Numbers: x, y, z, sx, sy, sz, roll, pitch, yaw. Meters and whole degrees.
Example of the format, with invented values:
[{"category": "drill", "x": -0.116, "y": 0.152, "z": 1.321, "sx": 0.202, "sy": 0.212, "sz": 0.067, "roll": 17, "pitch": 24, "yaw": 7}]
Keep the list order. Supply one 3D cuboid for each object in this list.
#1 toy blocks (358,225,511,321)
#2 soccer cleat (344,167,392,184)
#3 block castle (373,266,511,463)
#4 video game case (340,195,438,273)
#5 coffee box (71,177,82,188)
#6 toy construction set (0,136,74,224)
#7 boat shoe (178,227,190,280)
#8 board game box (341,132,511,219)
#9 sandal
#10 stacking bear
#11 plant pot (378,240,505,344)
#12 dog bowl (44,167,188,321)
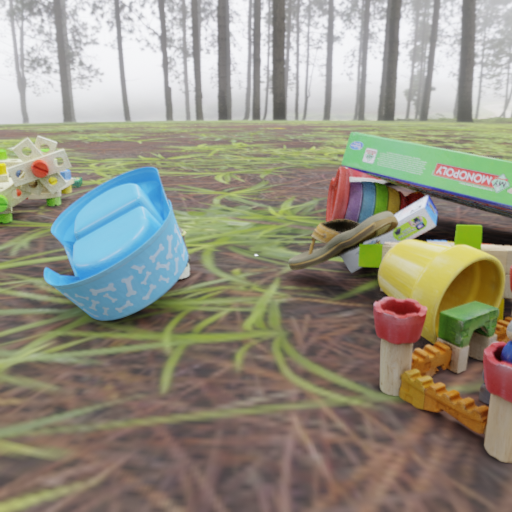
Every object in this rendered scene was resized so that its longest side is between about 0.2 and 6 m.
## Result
[{"category": "toy blocks", "x": 2.432, "y": 0.130, "z": 7.064, "sx": 2.161, "sy": 1.080, "sz": 1.477, "roll": 3, "pitch": 5, "yaw": 14}, {"category": "soccer cleat", "x": 3.676, "y": -2.502, "z": 15.394, "sx": 2.925, "sy": 1.071, "sz": 0.998, "roll": -8, "pitch": 19, "yaw": -26}, {"category": "block castle", "x": 2.316, "y": 0.650, "z": 4.823, "sx": 2.338, "sy": 1.097, "sz": 1.562, "roll": -10, "pitch": 20, "yaw": -31}, {"category": "video game case", "x": 1.979, "y": -0.341, "z": 8.185, "sx": 1.318, "sy": 0.330, "sz": 1.454, "roll": -31, "pitch": 1, "yaw": 23}, {"category": "coffee box", "x": -5.027, "y": -1.993, "z": 15.261, "sx": 0.502, "sy": 0.180, "sz": 0.817, "roll": -4, "pitch": 17, "yaw": -11}, {"category": "toy construction set", "x": -4.846, "y": -1.511, "z": 11.584, "sx": 2.269, "sy": 1.594, "sz": 3.460, "roll": -6, "pitch": 7, "yaw": -21}, {"category": "boat shoe", "x": -1.530, "y": -0.279, "z": 8.610, "sx": 0.838, "sy": 0.700, "sz": 2.344, "roll": -6, "pitch": 18, "yaw": -20}, {"category": "board game box", "x": 3.994, "y": -1.023, "z": 9.048, "sx": 2.993, "sy": 0.647, "sz": 4.448, "roll": 8, "pitch": 12, "yaw": -43}, {"category": "sandal", "x": 1.057, "y": -0.271, "z": 7.230, "sx": 0.739, "sy": 0.497, "sz": 1.841, "roll": -19, "pitch": -7, "yaw": -34}, {"category": "stacking bear", "x": 2.251, "y": -0.829, "z": 9.958, "sx": 1.858, "sy": 1.056, "sz": 1.128, "roll": 8, "pitch": -9, "yaw": -2}, {"category": "plant pot", "x": 1.859, "y": 0.300, "z": 5.870, "sx": 1.044, "sy": 1.044, "sz": 0.982, "roll": -9, "pitch": 27, "yaw": -29}, {"category": "dog bowl", "x": -1.726, "y": -0.216, "z": 7.144, "sx": 1.643, "sy": 0.731, "sz": 2.947, "roll": -30, "pitch": 29, "yaw": -2}]
